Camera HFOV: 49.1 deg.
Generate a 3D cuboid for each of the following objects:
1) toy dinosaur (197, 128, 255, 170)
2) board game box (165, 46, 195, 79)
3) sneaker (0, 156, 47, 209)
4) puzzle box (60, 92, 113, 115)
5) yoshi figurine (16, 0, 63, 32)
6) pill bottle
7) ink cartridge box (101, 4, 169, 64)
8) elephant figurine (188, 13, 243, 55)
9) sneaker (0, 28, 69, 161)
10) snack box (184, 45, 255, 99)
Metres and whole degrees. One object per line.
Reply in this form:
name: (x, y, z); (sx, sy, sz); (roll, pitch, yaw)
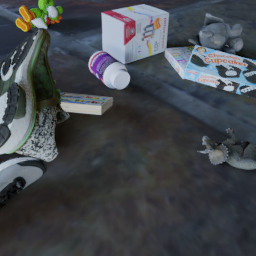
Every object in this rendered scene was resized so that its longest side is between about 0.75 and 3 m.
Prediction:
toy dinosaur: (2.870, 0.664, 7.114); (2.105, 0.810, 1.076); (19, 55, 12)
board game box: (2.578, -2.762, 11.594); (1.478, 0.376, 2.198); (-8, 39, -10)
sneaker: (-2.823, 1.446, 5.974); (2.420, 0.894, 0.959); (-29, 56, -23)
puzzle box: (-1.706, -0.817, 8.792); (2.240, 0.285, 1.490); (6, 17, 8)
yoshi figurine: (-4.900, -6.458, 15.420); (1.617, 1.611, 2.877); (14, 37, 27)
pill bottle: (-0.668, -2.093, 10.260); (0.979, 0.979, 1.740); (-21, 43, -24)
ink cartridge box: (0.322, -4.178, 12.267); (2.423, 1.760, 1.752); (-25, 45, -29)
elephant figurine: (3.582, -3.968, 12.185); (1.834, 2.011, 2.592); (-25, 38, 0)
sneaker: (-1.181, -0.421, 3.604); (0.801, 0.923, 2.083); (-23, 49, 26)
snack box: (3.571, -2.083, 10.199); (2.765, 0.513, 1.606); (18, 50, 11)
